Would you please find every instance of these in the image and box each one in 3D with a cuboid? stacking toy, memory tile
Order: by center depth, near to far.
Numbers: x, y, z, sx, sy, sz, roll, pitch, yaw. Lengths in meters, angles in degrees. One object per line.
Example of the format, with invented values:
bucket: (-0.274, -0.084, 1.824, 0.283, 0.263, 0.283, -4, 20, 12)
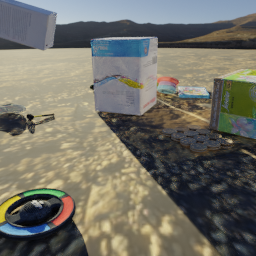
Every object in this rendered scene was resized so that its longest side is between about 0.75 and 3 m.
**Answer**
memory tile: (1.936, 0.270, 7.957, 1.345, 0.147, 1.754, -9, 21, -24)
stacking toy: (1.373, -1.891, 13.701, 2.144, 0.906, 1.941, 8, -5, 14)

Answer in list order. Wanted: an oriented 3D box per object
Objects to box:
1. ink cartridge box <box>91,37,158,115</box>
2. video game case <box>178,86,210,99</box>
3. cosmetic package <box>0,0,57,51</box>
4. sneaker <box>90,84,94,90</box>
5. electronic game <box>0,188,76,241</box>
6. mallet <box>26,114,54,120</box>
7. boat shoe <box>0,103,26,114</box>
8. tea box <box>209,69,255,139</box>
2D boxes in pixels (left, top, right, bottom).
ink cartridge box: (-0.062, -2.049, 10.704, 1.942, 2.659, 1.951, 7, 21, 21)
video game case: (3.149, -1.749, 13.605, 1.368, 0.170, 1.911, 3, 20, 8)
cosmetic package: (-2.788, -2.684, 7.059, 1.780, 0.903, 0.634, 18, 28, 0)
sneaker: (-1.395, -2.041, 14.123, 1.251, 0.462, 0.496, 7, 29, 35)
electronic game: (-1.532, 1.378, 4.633, 1.313, 0.273, 1.313, 0, 19, 0)
mallet: (-3.117, -0.437, 9.955, 0.969, 0.199, 0.319, -11, 18, -42)
boat shoe: (-4.330, -0.753, 10.499, 1.036, 0.370, 0.310, -5, 25, -3)
tea box: (4.169, -0.790, 8.632, 2.452, 1.665, 2.492, 13, 24, 36)
